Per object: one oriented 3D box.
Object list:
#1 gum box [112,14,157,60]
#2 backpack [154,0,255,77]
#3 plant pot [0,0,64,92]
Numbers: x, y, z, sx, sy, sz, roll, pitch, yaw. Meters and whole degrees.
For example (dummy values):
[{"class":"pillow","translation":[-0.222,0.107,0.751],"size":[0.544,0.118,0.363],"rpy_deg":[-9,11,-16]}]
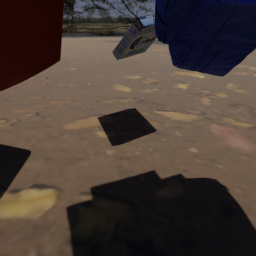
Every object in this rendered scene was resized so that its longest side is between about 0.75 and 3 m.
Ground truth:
[{"class":"gum box","translation":[0.464,-3.075,9.415],"size":[1.483,0.389,1.746],"rpy_deg":[-27,-8,-39]},{"class":"backpack","translation":[1.555,-2.306,5.436],"size":[2.073,2.007,2.470],"rpy_deg":[11,-17,1]},{"class":"plant pot","translation":[-3.066,-2.712,6.692],"size":[2.472,2.803,2.805],"rpy_deg":[-17,56,-29]}]
